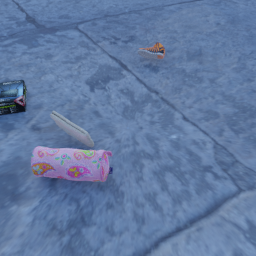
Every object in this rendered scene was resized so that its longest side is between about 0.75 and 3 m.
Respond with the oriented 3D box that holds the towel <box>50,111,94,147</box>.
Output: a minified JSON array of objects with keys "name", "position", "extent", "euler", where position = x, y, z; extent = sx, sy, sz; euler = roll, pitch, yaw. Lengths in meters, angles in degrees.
[{"name":"towel","position":[-1.480,0.043,7.409],"extent":[1.247,0.826,0.215],"euler":[30,73,17]}]

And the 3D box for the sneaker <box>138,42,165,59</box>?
[{"name":"sneaker","position":[0.944,-3.093,11.098],"extent":[1.080,0.419,0.605],"euler":[12,66,3]}]

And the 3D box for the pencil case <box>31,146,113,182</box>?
[{"name":"pencil case","position":[-1.317,0.832,6.605],"extent":[1.837,0.803,0.803],"euler":[2,41,11]}]

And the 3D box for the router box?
[{"name":"router box","position":[-4.067,-0.941,8.923],"extent":[1.577,0.490,1.182],"euler":[-10,42,-11]}]
